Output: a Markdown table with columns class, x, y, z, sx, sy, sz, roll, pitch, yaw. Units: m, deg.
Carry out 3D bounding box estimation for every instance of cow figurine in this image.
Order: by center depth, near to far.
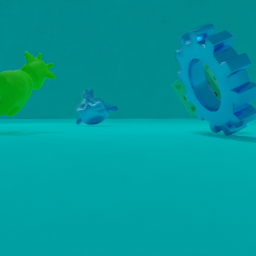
| class | x | y | z | sx | sy | sz | roll | pitch | yaw |
| --- | --- | --- | --- | --- | --- | --- | --- | --- | --- |
| cow figurine | -2.187 | -0.956 | 5.737 | 0.832 | 1.492 | 1.516 | 41 | -6 | -11 |

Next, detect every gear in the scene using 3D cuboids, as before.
| class | x | y | z | sx | sy | sz | roll | pitch | yaw |
| --- | --- | --- | --- | --- | --- | --- | --- | --- | --- |
| gear | 1.354 | -0.743 | 4.529 | 0.323 | 1.748 | 1.748 | -25 | 6 | -9 |

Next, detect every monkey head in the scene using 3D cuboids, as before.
| class | x | y | z | sx | sy | sz | roll | pitch | yaw |
| --- | --- | --- | --- | --- | --- | --- | --- | --- | --- |
| monkey head | -1.336 | -0.775 | 10.660 | 1.765 | 1.270 | 1.063 | -19 | -37 | 7 |

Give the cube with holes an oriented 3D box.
| class | x | y | z | sx | sy | sz | roll | pitch | yaw |
| --- | --- | --- | --- | --- | --- | --- | --- | --- | --- |
| cube with holes | 1.559 | -0.861 | 5.824 | 0.793 | 0.793 | 0.793 | -36 | -4 | 40 |
